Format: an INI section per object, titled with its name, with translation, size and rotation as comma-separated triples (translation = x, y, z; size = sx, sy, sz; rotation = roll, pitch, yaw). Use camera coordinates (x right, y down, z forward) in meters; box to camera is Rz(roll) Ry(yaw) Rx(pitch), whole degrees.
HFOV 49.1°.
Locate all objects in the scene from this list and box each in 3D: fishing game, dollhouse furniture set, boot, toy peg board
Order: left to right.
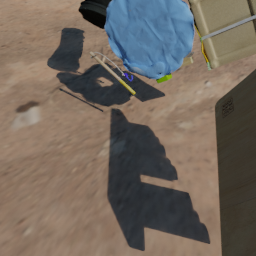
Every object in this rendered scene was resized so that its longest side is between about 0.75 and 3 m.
[boot]
translation = -0.415, -3.992, 7.617
size = 1.060, 2.346, 2.863
rotation = 23, 11, -16
[fishing game]
translation = 0.453, -1.994, 5.764
size = 1.987, 2.774, 0.431
rotation = 39, 38, 2
[dollhouse furniture set]
translation = 1.651, -2.228, 6.283
size = 2.523, 1.653, 1.266
rotation = -16, 21, 24
[toy peg board]
translation = 2.420, 0.281, 3.044
size = 1.359, 2.779, 2.767
rotation = 21, 54, -16
